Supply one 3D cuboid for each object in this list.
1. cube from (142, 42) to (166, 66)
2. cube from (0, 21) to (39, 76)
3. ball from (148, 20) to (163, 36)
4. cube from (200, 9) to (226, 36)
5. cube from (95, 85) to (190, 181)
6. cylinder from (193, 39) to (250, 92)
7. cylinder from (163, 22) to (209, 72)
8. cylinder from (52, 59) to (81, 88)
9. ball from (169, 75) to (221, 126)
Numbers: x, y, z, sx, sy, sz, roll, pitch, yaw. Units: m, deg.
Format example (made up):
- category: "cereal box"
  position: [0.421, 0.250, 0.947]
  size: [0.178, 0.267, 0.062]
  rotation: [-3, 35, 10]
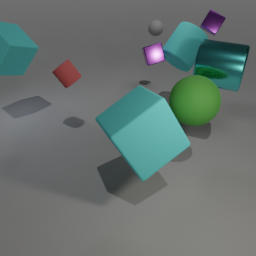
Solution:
- category: "cube"
  position: [0.977, -2.836, 10.753]
  size: [0.700, 0.700, 0.700]
  rotation: [-16, 14, 2]
- category: "cube"
  position: [-4.501, -2.917, 10.354]
  size: [1.400, 1.400, 1.400]
  rotation: [46, 25, 10]
- category: "ball"
  position: [1.281, -4.613, 12.940]
  size: [0.700, 0.700, 0.700]
  rotation: [0, 29, 0]
- category: "cube"
  position: [3.400, -4.234, 11.279]
  size: [0.700, 0.700, 0.700]
  rotation: [32, 17, 3]
- category: "cube"
  position: [0.309, 0.072, 6.558]
  size: [1.400, 1.400, 1.400]
  rotation: [-37, 28, -4]
- category: "cylinder"
  position: [2.857, -1.929, 8.639]
  size: [1.400, 1.400, 1.400]
  rotation: [15, 33, 19]
- category: "cylinder"
  position: [2.257, -3.218, 11.182]
  size: [1.400, 1.400, 1.400]
  rotation: [36, 0, 0]
- category: "cylinder"
  position: [-2.053, -1.822, 9.432]
  size: [0.700, 0.700, 0.700]
  rotation: [-33, 20, 14]
- category: "ball"
  position: [1.838, -0.751, 7.745]
  size: [1.400, 1.400, 1.400]
  rotation: [0, 29, 0]
